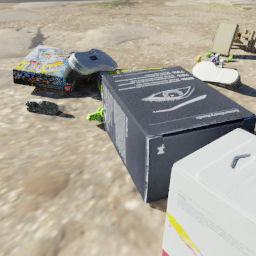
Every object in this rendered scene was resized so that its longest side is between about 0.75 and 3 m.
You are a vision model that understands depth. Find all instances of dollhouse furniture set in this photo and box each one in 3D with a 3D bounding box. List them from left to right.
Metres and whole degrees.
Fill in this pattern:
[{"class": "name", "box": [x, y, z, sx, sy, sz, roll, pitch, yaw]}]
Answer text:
[{"class": "dollhouse furniture set", "box": [4.849, -4.071, 13.318, 1.814, 1.375, 2.070, 24, 17, 33]}]

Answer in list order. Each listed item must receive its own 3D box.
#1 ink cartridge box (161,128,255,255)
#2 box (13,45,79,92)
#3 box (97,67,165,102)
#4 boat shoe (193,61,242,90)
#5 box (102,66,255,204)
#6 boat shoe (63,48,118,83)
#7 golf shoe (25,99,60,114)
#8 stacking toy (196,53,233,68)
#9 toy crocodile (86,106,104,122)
[{"class": "ink cartridge box", "box": [1.421, 1.260, 3.597, 1.395, 1.920, 1.389, -23, 39, -32]}, {"class": "box", "box": [-2.757, -2.283, 10.385, 1.955, 0.539, 2.862, 9, 32, -3]}, {"class": "box", "box": [0.315, -1.348, 9.133, 2.454, 0.543, 1.966, -7, 32, -11]}, {"class": "boat shoe", "box": [3.166, -1.837, 10.051, 0.640, 0.755, 2.073, 32, 1, -38]}, {"class": "box", "box": [0.826, -0.103, 6.154, 2.185, 1.540, 2.953, -10, 33, -15]}, {"class": "boat shoe", "box": [-1.332, -2.211, 10.066, 1.027, 0.847, 2.993, 48, 25, 4]}, {"class": "golf shoe", "box": [-2.464, -0.710, 8.260, 1.082, 0.423, 0.526, 9, 27, 12]}, {"class": "stacking toy", "box": [3.727, -2.997, 11.996, 1.111, 0.346, 1.474, 21, 37, 30]}, {"class": "toy crocodile", "box": [-0.350, -0.413, 7.725, 1.624, 0.501, 0.548, -16, 11, -22]}]
